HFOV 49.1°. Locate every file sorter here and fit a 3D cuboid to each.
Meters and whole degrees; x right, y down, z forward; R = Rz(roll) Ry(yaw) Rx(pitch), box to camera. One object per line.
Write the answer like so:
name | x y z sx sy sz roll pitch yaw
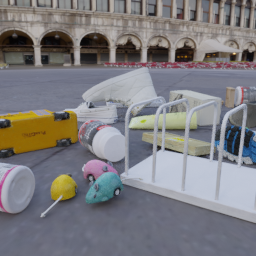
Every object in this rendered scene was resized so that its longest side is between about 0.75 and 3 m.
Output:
file sorter | 1.434 0.334 5.546 2.649 1.650 1.838 9 17 32

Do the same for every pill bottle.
pill bottle | -2.400 0.973 4.817 1.373 0.778 0.778 4 16 17
pill bottle | -0.632 0.311 7.147 0.834 0.834 1.440 -9 17 -30
pill bottle | 6.172 -1.513 13.673 1.720 0.997 0.997 2 15 5

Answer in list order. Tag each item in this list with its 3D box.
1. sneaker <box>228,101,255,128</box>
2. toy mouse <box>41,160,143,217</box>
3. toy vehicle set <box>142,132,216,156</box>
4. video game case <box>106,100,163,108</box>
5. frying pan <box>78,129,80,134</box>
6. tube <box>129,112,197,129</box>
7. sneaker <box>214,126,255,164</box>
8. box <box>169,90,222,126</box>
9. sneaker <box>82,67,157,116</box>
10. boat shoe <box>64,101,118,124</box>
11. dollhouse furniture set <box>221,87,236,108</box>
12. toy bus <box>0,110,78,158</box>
sneaker | 4.386 -0.500 10.631 2.338 0.874 1.242 -13 3 -27
toy mouse | -0.576 0.939 5.342 1.713 0.373 1.928 -7 13 2
toy vehicle set | 1.364 0.396 7.623 1.072 0.229 1.726 0 10 -45
video game case | 0.304 -1.368 14.568 2.839 0.256 2.033 -2 15 -6
frying pan | -1.271 0.164 9.035 0.608 0.163 1.004 -11 20 -34
tube | 1.211 -0.230 9.774 2.342 0.608 0.680 -2 -18 13
sneaker | 3.330 0.489 6.883 2.358 0.884 1.022 14 8 30
box | 2.600 -0.867 11.229 0.865 1.040 2.531 -5 15 -18
sneaker | -0.251 -1.213 11.621 2.985 1.725 1.100 -22 -3 -3
boat shoe | -1.514 -0.673 10.949 2.368 0.774 0.871 4 16 15
dollhouse furniture set | 4.072 -1.559 13.966 2.116 0.937 1.097 0 15 1
toy bus | -2.934 0.101 7.737 2.974 0.968 1.164 -10 17 -32
